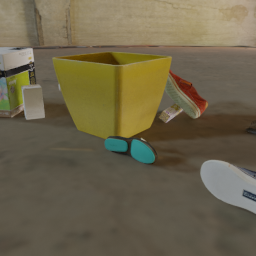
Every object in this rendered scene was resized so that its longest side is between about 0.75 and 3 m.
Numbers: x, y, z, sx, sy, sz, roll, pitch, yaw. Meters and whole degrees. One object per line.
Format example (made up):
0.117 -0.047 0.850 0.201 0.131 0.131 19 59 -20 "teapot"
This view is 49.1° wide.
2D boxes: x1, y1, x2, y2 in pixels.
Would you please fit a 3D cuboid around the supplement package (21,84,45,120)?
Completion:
-3.490 -0.968 10.282 0.669 1.140 0.667 -9 22 -22 "supplement package"

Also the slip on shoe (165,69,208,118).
2.000 -1.466 10.501 0.774 0.937 2.529 -32 67 -13 "slip on shoe"

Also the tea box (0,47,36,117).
-4.832 -1.870 10.985 1.584 2.333 2.371 2 21 7 "tea box"

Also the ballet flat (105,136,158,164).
0.159 0.473 7.283 1.692 0.575 0.579 16 18 36 "ballet flat"

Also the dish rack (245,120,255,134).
4.430 -0.040 8.957 1.255 0.342 0.963 -16 25 -35 "dish rack"

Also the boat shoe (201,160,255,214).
2.418 1.169 5.383 0.930 0.749 2.005 2 17 -36 "boat shoe"

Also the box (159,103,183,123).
1.672 -0.623 10.386 0.342 0.319 1.651 39 33 15 "box"

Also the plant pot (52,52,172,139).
-0.453 -1.055 8.817 2.641 2.329 2.641 16 26 35 "plant pot"

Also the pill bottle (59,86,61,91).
-2.979 -2.136 14.291 0.983 0.552 0.552 2 20 3 "pill bottle"
